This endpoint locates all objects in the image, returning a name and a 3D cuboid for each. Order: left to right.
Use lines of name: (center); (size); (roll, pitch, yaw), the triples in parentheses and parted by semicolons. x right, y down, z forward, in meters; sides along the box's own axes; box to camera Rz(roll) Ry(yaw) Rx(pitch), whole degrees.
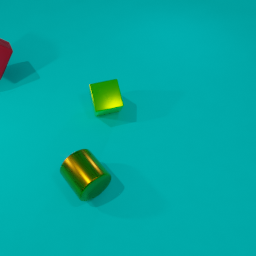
cube: (-4.651, -2.461, 9.332); (1.122, 1.122, 1.122); (20, 18, -37)
cylinder: (-1.097, 1.212, 7.256); (0.984, 0.984, 0.984); (-33, 61, -22)
cube: (-0.690, -0.920, 8.688); (0.876, 0.876, 0.876); (-13, 85, -9)
